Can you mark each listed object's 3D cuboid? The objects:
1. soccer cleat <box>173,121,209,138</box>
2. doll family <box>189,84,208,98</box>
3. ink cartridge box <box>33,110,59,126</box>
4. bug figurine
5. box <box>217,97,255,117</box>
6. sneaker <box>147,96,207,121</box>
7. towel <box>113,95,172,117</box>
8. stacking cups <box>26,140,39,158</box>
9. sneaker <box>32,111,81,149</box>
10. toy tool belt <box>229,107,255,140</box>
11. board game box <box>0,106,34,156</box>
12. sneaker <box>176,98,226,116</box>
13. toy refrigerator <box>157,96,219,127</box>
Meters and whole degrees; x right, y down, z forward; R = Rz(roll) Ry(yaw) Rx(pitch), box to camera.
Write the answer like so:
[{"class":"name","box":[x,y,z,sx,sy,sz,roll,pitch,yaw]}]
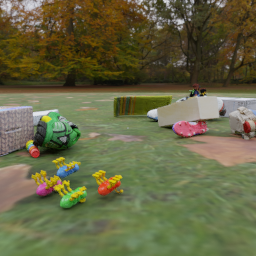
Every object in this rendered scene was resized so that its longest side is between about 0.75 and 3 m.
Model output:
[{"class":"soccer cleat","box":[1.788,0.032,8.352,1.465,0.489,0.560,-7,-5,-38]},{"class":"doll family","box":[4.088,-1.772,16.088,1.051,1.548,2.678,1,9,5]},{"class":"ink cartridge box","box":[-3.782,-0.324,10.927,1.884,0.472,1.528,-9,9,2]},{"class":"bug figurine","box":[-0.731,0.768,3.927,1.255,0.323,0.973,12,20,37]},{"class":"box","box":[4.672,-1.042,13.672,2.840,0.854,1.657,8,12,43]},{"class":"sneaker","box":[2.044,-0.784,11.381,2.569,0.931,0.923,-7,14,9]},{"class":"towel","box":[0.663,-1.010,12.958,2.676,1.152,0.242,-2,48,-6]},{"class":"stacking cups","box":[-2.081,0.450,6.154,0.242,0.242,0.799,-4,9,-25]},{"class":"sneaker","box":[-1.651,0.158,6.818,0.939,0.860,2.204,18,5,-10]},{"class":"toy tool belt","box":[3.609,-0.184,8.151,0.906,0.921,1.474,-9,10,0]},{"class":"board game box","box":[-3.491,0.031,6.470,1.992,0.965,1.588,2,9,15]},{"class":"sneaker","box":[3.139,-0.717,12.468,2.555,0.985,1.046,5,-20,46]},{"class":"toy refrigerator","box":[1.905,-0.536,9.295,0.815,0.752,2.148,-5,-3,-28]}]
